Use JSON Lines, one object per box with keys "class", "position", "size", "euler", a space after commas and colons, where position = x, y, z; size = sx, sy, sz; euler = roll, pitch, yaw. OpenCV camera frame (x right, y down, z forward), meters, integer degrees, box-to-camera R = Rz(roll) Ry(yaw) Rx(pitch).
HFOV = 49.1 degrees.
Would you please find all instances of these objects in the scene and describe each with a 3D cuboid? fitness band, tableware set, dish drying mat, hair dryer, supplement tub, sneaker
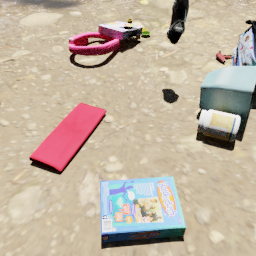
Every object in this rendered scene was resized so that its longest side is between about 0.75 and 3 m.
{"class": "fitness band", "position": [-1.467, -3.787, 12.487], "size": [1.922, 0.501, 2.676], "euler": [14, 33, 19]}
{"class": "tableware set", "position": [0.288, -5.119, 14.358], "size": [1.350, 0.307, 2.004], "euler": [-14, 43, -15]}
{"class": "dish drying mat", "position": [-1.733, 0.169, 8.564], "size": [1.069, 0.253, 2.783], "euler": [16, 44, 16]}
{"class": "hair dryer", "position": [4.213, -3.119, 12.173], "size": [0.762, 0.272, 1.000], "euler": [19, 46, 18]}
{"class": "supplement tub", "position": [2.710, -0.094, 8.420], "size": [1.113, 0.805, 0.805], "euler": [15, 44, 16]}
{"class": "sneaker", "position": [1.641, -3.428, 8.996], "size": [0.549, 1.653, 0.748], "euler": [5, 46, -6]}

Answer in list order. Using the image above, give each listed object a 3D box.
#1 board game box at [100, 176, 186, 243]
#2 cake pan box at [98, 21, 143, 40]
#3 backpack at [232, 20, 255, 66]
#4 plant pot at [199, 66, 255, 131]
{"class": "board game box", "position": [0.279, 1.853, 6.555], "size": [1.852, 0.417, 1.408], "euler": [-3, 42, -3]}
{"class": "cake pan box", "position": [-0.336, -4.623, 13.230], "size": [1.638, 0.428, 1.509], "euler": [28, 42, 32]}
{"class": "backpack", "position": [4.784, -2.405, 10.019], "size": [2.217, 1.707, 2.111], "euler": [19, 58, -11]}
{"class": "plant pot", "position": [3.191, -1.069, 9.050], "size": [1.587, 1.558, 1.553], "euler": [13, 43, 23]}
